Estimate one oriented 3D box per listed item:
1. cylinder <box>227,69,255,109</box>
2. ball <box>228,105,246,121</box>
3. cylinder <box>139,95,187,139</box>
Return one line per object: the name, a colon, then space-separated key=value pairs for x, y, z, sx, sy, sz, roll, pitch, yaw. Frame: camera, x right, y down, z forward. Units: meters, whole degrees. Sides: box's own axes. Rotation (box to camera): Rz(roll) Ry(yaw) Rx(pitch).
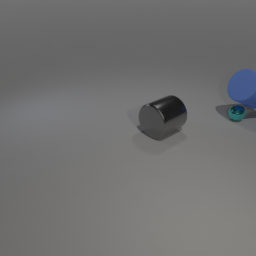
cylinder: x=5.217 y=-1.640 z=11.877 sx=1.400 sy=1.400 sz=1.400 roll=13 pitch=18 yaw=-35
ball: x=4.747 y=-0.662 z=12.214 sx=0.700 sy=0.700 sz=0.700 roll=0 pitch=29 yaw=0
cylinder: x=1.381 y=-0.453 z=11.107 sx=1.400 sy=1.400 sz=1.400 roll=-24 pitch=37 yaw=-36
